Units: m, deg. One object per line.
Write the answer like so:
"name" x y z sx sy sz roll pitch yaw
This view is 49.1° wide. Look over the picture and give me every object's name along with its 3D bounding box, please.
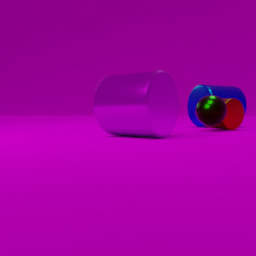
"cylinder" 0.171 -0.424 5.155 1.160 1.160 1.160 2 3 36
"cylinder" 2.537 -0.385 7.576 0.827 0.827 0.827 -1 5 -27
"ball" 2.014 -0.425 6.796 0.743 0.743 0.743 0 3 0
"cylinder" 2.890 -0.721 9.209 1.361 1.361 1.361 -1 3 -23
